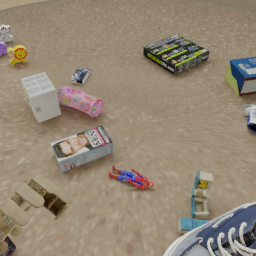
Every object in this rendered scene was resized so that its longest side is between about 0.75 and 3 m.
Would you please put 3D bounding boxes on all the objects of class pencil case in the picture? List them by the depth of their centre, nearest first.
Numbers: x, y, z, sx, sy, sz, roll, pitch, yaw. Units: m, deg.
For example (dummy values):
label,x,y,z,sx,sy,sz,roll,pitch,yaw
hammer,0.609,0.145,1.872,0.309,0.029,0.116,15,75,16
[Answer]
label,x,y,z,sx,sy,sz,roll,pitch,yaw
pencil case,-1.521,-0.841,8.755,1.501,0.656,0.656,21,48,21

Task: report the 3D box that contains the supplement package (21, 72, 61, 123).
label,x,y,z,sx,sy,sz,roll,pitch,yaw
supplement package,-2.648,-0.947,8.559,0.772,1.004,1.050,-22,49,-21

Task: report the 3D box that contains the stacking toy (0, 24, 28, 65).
label,x,y,z,sx,sy,sz,roll,pitch,yaw
stacking toy,-5.663,-3.016,10.889,2.972,0.698,2.241,-22,49,-20

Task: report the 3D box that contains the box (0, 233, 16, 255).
label,x,y,z,sx,sy,sz,roll,pitch,yaw
box,-2.809,2.522,5.335,0.702,0.610,1.063,14,46,14

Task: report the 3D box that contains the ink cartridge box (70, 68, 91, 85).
label,x,y,z,sx,sy,sz,roll,pitch,yaw
ink cartridge box,-1.697,-1.940,10.159,0.473,0.187,0.951,8,44,9

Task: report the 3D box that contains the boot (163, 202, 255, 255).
label,x,y,z,sx,sy,sz,roll,pitch,yaw
boot,1.818,2.108,5.138,2.798,1.264,1.018,-27,71,-24

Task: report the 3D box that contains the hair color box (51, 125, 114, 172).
label,x,y,z,sx,sy,sz,roll,pitch,yaw
hair color box,-1.209,0.525,7.470,1.481,0.449,0.733,-20,49,-18

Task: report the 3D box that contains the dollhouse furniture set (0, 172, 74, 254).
label,x,y,z,sx,sy,sz,roll,pitch,yaw
dollhouse furniture set,-1.222,1.103,3.529,0.618,0.815,0.930,39,33,-2

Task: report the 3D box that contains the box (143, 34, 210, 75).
label,x,y,z,sx,sy,sz,roll,pitch,yaw
box,1.874,-2.939,10.989,1.899,0.451,1.834,-29,53,-27

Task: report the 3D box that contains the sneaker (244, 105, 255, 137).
label,x,y,z,sx,sy,sz,roll,pitch,yaw
sneaker,3.702,-0.232,8.230,0.542,0.463,1.229,-9,45,-10

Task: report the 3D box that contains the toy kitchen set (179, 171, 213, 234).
label,x,y,z,sx,sy,sz,roll,pitch,yaw
toy kitchen set,1.477,1.619,6.064,0.640,0.871,1.087,5,45,4

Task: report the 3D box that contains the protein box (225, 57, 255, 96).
label,x,y,z,sx,sy,sz,roll,pitch,yaw
protein box,4.151,-1.794,9.585,1.132,0.764,1.124,-9,45,-9

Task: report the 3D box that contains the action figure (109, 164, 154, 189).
label,x,y,z,sx,sy,sz,roll,pitch,yaw
action figure,0.099,1.225,6.906,1.149,0.297,0.376,18,45,14
